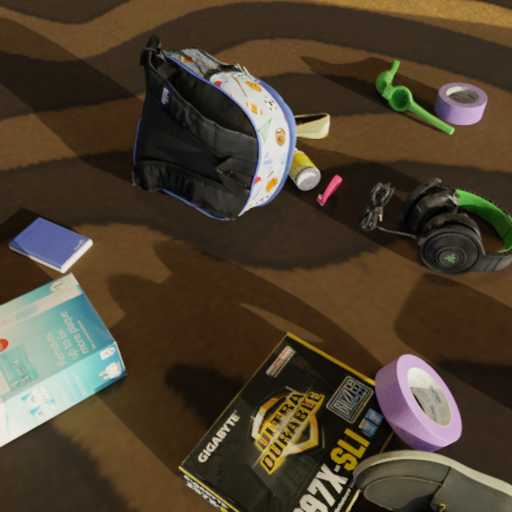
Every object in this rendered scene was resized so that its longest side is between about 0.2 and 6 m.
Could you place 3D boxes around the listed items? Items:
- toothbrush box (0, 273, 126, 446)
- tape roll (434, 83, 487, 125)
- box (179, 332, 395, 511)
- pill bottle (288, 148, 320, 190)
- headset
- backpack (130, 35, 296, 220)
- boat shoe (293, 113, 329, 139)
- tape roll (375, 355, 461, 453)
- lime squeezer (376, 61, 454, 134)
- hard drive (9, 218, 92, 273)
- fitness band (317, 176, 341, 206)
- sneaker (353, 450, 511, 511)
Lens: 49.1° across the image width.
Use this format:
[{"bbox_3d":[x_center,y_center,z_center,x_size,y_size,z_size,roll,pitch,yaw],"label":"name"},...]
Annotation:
[{"bbox_3d":[-3.564,1.617,8.785,2.408,1.027,1.763,-28,53,-21],"label":"toothbrush box"},{"bbox_3d":[5.146,-3.842,14.125,1.175,0.499,1.175,-1,47,1],"label":"tape roll"},{"bbox_3d":[0.594,2.679,8.071,2.173,0.671,2.721,29,54,22],"label":"box"},{"bbox_3d":[0.939,-1.949,12.326,0.565,0.565,1.015,-18,50,-16],"label":"pill bottle"},{"bbox_3d":[3.530,-0.737,10.563,3.348,1.573,2.067,0,46,-16],"label":"headset"},{"bbox_3d":[-0.762,-2.306,11.225,2.531,3.285,3.129,-26,55,-38],"label":"backpack"},{"bbox_3d":[0.867,-3.173,13.471,1.758,0.553,0.641,3,48,3],"label":"boat shoe"},{"bbox_3d":[2.367,2.146,8.188,1.359,0.446,1.359,30,36,-25],"label":"tape roll"},{"bbox_3d":[3.789,-4.162,14.499,1.218,0.651,3.450,14,39,-31],"label":"lime squeezer"},{"bbox_3d":[-4.055,-0.232,11.049,1.334,0.169,0.880,21,51,18],"label":"hard drive"},{"bbox_3d":[1.518,-1.363,11.663,0.164,0.878,0.630,38,86,5],"label":"fitness band"},{"bbox_3d":[2.364,3.279,6.907,2.372,0.887,1.260,17,38,-10],"label":"sneaker"}]
